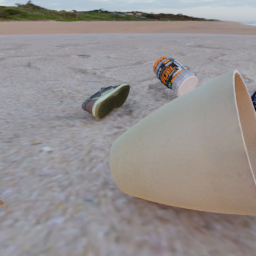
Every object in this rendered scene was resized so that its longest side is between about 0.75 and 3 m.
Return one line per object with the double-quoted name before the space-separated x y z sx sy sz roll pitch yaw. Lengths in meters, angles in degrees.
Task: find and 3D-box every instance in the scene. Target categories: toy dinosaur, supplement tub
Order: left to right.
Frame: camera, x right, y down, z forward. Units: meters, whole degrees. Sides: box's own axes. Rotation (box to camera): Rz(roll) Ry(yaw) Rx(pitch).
"toy dinosaur" -2.515 0.621 4.352 0.951 0.541 1.791 -9 38 -31
"supplement tub" 1.579 -1.801 9.624 0.908 0.908 1.482 -16 47 -34

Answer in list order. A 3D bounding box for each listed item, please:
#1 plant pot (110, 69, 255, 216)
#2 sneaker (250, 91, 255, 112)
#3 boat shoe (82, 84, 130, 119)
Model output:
"plant pot" 0.792 0.378 4.054 2.003 1.876 1.876 -15 13 29
"sneaker" 3.132 -0.753 6.093 0.724 0.651 1.858 -18 -12 -19
"boat shoe" -0.596 -0.914 8.232 0.691 0.752 2.104 22 31 16
